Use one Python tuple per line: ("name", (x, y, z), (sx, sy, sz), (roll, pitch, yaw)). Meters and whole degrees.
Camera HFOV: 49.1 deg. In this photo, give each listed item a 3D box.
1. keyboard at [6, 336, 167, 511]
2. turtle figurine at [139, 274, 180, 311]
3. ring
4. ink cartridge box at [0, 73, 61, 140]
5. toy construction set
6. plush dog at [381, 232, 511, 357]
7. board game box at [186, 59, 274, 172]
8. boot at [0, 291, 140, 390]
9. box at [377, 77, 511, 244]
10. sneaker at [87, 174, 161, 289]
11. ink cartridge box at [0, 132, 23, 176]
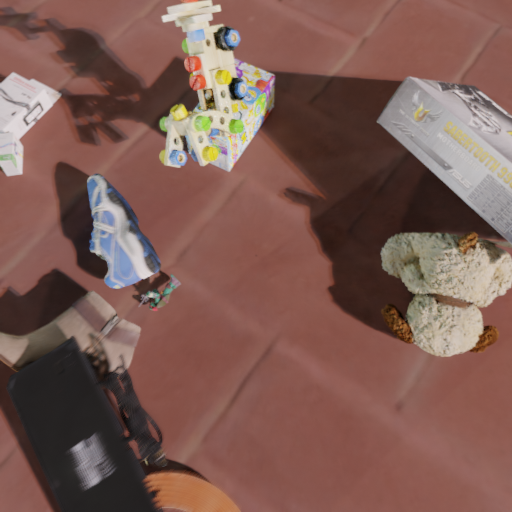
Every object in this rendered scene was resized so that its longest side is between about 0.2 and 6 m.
("keyboard", (-2.273, 3.034, 8.666), (1.898, 0.723, 3.647), (-31, 78, 3))
("turtle figurine", (-1.744, 0.703, 10.143), (0.825, 0.618, 0.415), (-43, 96, -9))
("ring", (-1.373, 4.749, 8.304), (2.857, 0.274, 2.857), (0, 65, -1))
("ink cartridge box", (-5.136, -3.291, 12.075), (0.949, 0.555, 1.636), (29, 67, 13))
("toy construction set", (-0.988, -3.091, 9.742), (1.328, 2.884, 1.891), (26, 40, 32))
("plush dog", (3.327, 0.699, 9.615), (2.408, 1.932, 2.068), (10, 87, 5))
("board game box", (-0.517, -2.924, 11.628), (1.012, 1.031, 1.965), (27, 67, 13))
("boot", (-3.275, 1.361, 9.557), (2.433, 0.855, 1.779), (34, 76, 1))
("box", (4.523, -1.573, 10.078), (3.208, 0.979, 4.050), (-14, 57, -48))
("sneaker", (-2.744, -0.524, 10.480), (0.990, 0.973, 2.571), (-33, 59, 3))
("ink cartridge box", (-5.046, -2.089, 11.501), (0.316, 0.524, 0.722), (-9, 64, -4))
